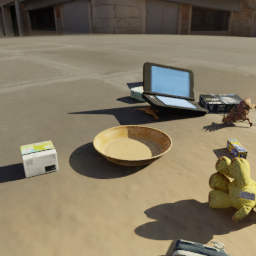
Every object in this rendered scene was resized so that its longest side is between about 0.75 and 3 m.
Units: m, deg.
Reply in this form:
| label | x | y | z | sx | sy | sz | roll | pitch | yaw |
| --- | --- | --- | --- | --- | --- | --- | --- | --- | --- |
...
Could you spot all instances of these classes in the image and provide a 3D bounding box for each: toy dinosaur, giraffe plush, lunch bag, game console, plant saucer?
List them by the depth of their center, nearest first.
| label | x | y | z | sx | sy | sz | roll | pitch | yaw |
| --- | --- | --- | --- | --- | --- | --- | --- | --- | --- |
| giraffe plush | 2.908 | 1.502 | 6.647 | 1.333 | 1.418 | 1.644 | 15 | 8 | -20 |
| plant saucer | 0.155 | 0.613 | 9.409 | 2.616 | 0.463 | 2.616 | 0 | 24 | 0 |
| toy dinosaur | 4.725 | -0.769 | 11.638 | 1.129 | 1.667 | 0.715 | 34 | -13 | -17 |
| toy dinosaur | 0.915 | -0.824 | 12.725 | 0.791 | 0.450 | 1.489 | -21 | 31 | -37 |
| game console | 2.189 | -1.846 | 12.960 | 2.797 | 1.628 | 2.460 | 5 | 21 | -19 |
| lunch bag | 0.778 | -1.807 | 14.884 | 1.039 | 0.499 | 1.296 | -24 | 33 | -38 |

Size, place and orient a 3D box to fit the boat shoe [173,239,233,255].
| label | x | y | z | sx | sy | sz | roll | pitch | yaw |
| --- | --- | --- | --- | --- | --- | --- | --- | --- | --- |
| boat shoe | 1.602 | 2.425 | 5.238 | 1.494 | 0.559 | 0.462 | 0 | 33 | 23 |

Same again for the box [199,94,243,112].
| label | x | y | z | sx | sy | sz | roll | pitch | yaw |
| --- | --- | --- | --- | --- | --- | --- | --- | --- | --- |
| box | 4.589 | -1.238 | 13.690 | 1.909 | 0.416 | 1.530 | 0 | 24 | 1 |

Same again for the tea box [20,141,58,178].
| label | x | y | z | sx | sy | sz | roll | pitch | yaw |
| --- | --- | --- | --- | --- | --- | --- | --- | --- | --- |
| tea box | -2.704 | 0.916 | 8.503 | 0.953 | 0.637 | 0.937 | -11 | 25 | -23 |

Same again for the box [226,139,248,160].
| label | x | y | z | sx | sy | sz | roll | pitch | yaw |
| --- | --- | --- | --- | --- | --- | --- | --- | --- | --- |
| box | 3.631 | 0.706 | 9.364 | 0.305 | 0.333 | 0.950 | -2 | 23 | -4 |
